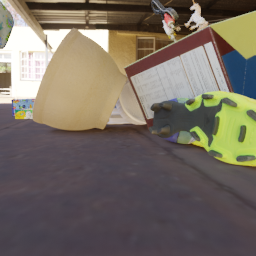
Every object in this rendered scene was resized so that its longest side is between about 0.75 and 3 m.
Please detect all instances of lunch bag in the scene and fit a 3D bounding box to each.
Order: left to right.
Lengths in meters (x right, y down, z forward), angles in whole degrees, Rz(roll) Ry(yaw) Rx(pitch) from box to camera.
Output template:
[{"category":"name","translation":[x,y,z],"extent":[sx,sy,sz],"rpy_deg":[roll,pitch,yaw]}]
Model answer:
[{"category":"lunch bag","translation":[-2.708,-2.074,5.297],"extent":[0.459,0.895,1.113],"rpy_deg":[4,-19,14]},{"category":"lunch bag","translation":[-4.769,-0.912,13.464],"extent":[1.274,0.796,1.692],"rpy_deg":[-4,-2,-12]}]

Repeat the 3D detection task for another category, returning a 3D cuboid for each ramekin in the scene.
[{"category":"ramekin","translation":[0.434,-0.920,8.838],"extent":[1.746,1.746,0.851],"rpy_deg":[-2,-8,-18]}]

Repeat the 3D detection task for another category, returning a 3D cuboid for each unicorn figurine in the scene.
[{"category":"unicorn figurine","translation":[2.062,-3.318,8.525],"extent":[0.696,1.013,0.374],"rpy_deg":[-44,-20,17]}]

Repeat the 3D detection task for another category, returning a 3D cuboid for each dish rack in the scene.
[{"category":"dish rack","translation":[0.133,-0.490,10.237],"extent":[2.475,0.539,2.124],"rpy_deg":[0,6,-13]}]

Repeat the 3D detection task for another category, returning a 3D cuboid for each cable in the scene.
[{"category":"cable","translation":[1.020,-3.362,8.328],"extent":[0.459,1.823,0.885],"rpy_deg":[-29,-31,-1]}]

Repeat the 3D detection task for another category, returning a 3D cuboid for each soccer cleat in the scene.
[{"category":"soccer cleat","translation":[1.445,-0.076,4.609],"extent":[1.255,0.970,3.000],"rpy_deg":[3,5,-22]}]

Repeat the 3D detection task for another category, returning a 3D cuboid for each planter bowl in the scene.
[{"category":"planter bowl","translation":[-1.095,-1.009,7.392],"extent":[1.756,2.610,2.610],"rpy_deg":[24,5,-6]}]

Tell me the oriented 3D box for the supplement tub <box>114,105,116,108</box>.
[{"category":"supplement tub","translation":[-0.669,-1.339,13.401],"extent":[2.751,1.471,1.471],"rpy_deg":[2,7,23]}]

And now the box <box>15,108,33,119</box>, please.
[{"category":"box","translation":[-3.581,-0.595,11.581],"extent":[1.794,0.434,1.052],"rpy_deg":[2,7,3]}]

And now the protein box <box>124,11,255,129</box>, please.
[{"category":"protein box","translation":[1.895,-1.368,6.942],"extent":[2.636,1.791,2.655],"rpy_deg":[-29,11,-37]}]
